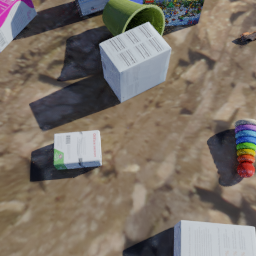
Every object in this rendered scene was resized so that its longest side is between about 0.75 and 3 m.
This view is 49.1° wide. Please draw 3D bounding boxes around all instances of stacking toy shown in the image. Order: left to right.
[{"bbox_3d":[3.484,0.624,8.206,0.725,0.725,1.699,8,71,4],"label":"stacking toy"}]

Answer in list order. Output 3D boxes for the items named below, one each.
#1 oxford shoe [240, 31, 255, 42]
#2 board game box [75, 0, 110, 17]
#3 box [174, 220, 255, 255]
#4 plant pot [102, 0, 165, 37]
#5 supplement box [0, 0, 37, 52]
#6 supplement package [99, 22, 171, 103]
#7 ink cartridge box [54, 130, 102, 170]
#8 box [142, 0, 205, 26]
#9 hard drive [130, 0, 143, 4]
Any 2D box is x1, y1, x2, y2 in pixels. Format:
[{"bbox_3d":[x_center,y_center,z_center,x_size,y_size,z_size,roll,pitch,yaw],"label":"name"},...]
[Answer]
[{"bbox_3d":[4.589,-3.347,10.309,0.880,0.314,0.321,-10,82,2],"label":"oxford shoe"},{"bbox_3d":[-1.296,-5.413,10.161,1.694,2.125,1.029,-18,65,-2],"label":"board game box"},{"bbox_3d":[2.069,3.070,6.799,1.798,0.956,1.369,5,64,2],"label":"box"},{"bbox_3d":[0.007,-3.677,9.779,1.855,1.855,1.762,-35,57,-15],"label":"plant pot"},{"bbox_3d":[-4.568,-4.028,10.109,1.191,1.166,2.305,28,67,13],"label":"supplement box"},{"bbox_3d":[0.208,-2.043,8.870,1.746,1.670,1.284,-28,67,-13],"label":"supplement package"},{"bbox_3d":[-1.449,0.646,8.192,1.328,0.560,0.970,-4,64,-2],"label":"ink cartridge box"},{"bbox_3d":[1.596,-4.395,10.117,2.167,1.480,0.408,-5,64,-2],"label":"box"},{"bbox_3d":[0.446,-5.551,11.376,1.083,0.208,1.641,20,66,10],"label":"hard drive"}]
